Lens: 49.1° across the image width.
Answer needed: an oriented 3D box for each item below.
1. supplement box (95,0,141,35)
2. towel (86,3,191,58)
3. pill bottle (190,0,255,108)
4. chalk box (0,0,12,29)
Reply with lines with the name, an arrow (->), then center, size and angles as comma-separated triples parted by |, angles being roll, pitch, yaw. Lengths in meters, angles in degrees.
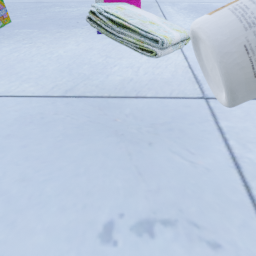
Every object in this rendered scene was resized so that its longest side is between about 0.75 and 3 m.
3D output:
supplement box -> -0.347, -4.338, 8.378 | 1.382, 2.730, 1.411 | -4, 29, -3
towel -> 0.341, -2.443, 6.917 | 2.039, 0.574, 2.382 | 31, 33, 12
pill bottle -> 2.596, -1.594, 4.530 | 2.812, 1.608, 1.608 | -24, 33, 9
chalk box -> -2.626, -2.223, 5.403 | 0.481, 0.775, 0.484 | -40, 68, -22
